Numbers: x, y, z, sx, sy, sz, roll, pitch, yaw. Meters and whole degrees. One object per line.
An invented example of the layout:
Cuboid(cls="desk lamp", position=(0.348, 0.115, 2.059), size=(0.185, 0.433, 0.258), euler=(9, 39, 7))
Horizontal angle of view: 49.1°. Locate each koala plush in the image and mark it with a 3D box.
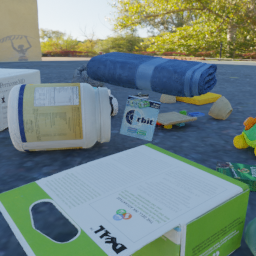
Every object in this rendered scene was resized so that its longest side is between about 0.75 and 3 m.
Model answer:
Cuboid(cls="koala plush", position=(-2.145, -2.757, 16.390), size=(1.888, 1.674, 1.735), euler=(9, 31, 26))

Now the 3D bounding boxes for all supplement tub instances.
Cuboid(cls="supplement tub", position=(-1.799, -0.316, 7.735), size=(2.526, 1.824, 1.824), euler=(-2, 17, -9))

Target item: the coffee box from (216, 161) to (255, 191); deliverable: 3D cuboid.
Cuboid(cls="coffee box", position=(2.548, 1.037, 5.995), size=(1.278, 0.281, 0.786), euler=(6, 18, 18))

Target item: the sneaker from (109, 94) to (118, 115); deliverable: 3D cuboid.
Cuboid(cls="sneaker", position=(-1.384, -1.105, 11.925), size=(1.336, 0.873, 2.325), euler=(-4, 21, -23))

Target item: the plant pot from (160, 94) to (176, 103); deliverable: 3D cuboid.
Cuboid(cls="plant pot", position=(2.021, -1.588, 14.066), size=(0.805, 0.541, 0.805), euler=(0, 16, 0))

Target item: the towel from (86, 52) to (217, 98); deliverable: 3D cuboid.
Cuboid(cls="towel", position=(0.524, -1.218, 6.399), size=(2.753, 0.668, 1.537), euler=(14, 25, 25))

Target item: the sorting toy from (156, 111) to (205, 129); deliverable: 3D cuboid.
Cuboid(cls="sorting toy", position=(1.514, -0.270, 10.178), size=(2.637, 0.359, 1.485), euler=(-9, 15, -28))

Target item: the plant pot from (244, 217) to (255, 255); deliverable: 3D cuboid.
Cuboid(cls="plant pot", position=(1.949, 1.521, 3.852), size=(0.768, 0.768, 0.515), euler=(-6, -9, -18))

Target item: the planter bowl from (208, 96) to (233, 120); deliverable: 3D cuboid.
Cuboid(cls="planter bowl", position=(3.654, -0.692, 10.861), size=(0.896, 0.896, 0.603), euler=(-18, 52, -45))

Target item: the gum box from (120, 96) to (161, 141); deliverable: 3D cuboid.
Cuboid(cls="gum box", position=(0.339, -0.273, 7.881), size=(0.932, 1.097, 0.244), euler=(13, 14, 3))

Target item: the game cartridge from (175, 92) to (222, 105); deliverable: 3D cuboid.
Cuboid(cls="game cartridge", position=(3.435, -1.642, 14.675), size=(2.016, 0.371, 2.287), euler=(-13, 24, -36))

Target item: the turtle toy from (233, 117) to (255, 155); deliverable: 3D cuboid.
Cuboid(cls="turtle toy", position=(3.952, 0.187, 7.460), size=(1.499, 1.040, 2.057), euler=(-7, 18, -22))

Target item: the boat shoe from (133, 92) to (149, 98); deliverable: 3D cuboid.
Cuboid(cls="boat shoe", position=(0.675, -1.758, 15.050), size=(0.877, 0.299, 0.324), euler=(4, 17, 11))

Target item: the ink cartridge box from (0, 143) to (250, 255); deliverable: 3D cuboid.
Cuboid(cls="ink cartridge box", position=(-0.067, 1.278, 3.906), size=(2.833, 1.073, 2.094), euler=(-15, 23, -36))

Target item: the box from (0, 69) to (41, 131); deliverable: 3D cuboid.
Cuboid(cls="box", position=(-5.207, -1.210, 10.607), size=(2.823, 1.845, 2.808), euler=(4, 18, 14))

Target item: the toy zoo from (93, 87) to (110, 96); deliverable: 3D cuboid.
Cuboid(cls="toy zoo", position=(-1.902, -1.444, 11.338), size=(1.676, 0.261, 2.555), euler=(-12, 19, -40))
